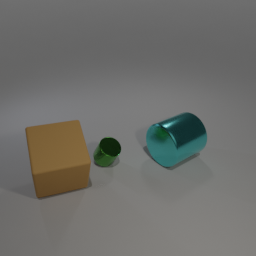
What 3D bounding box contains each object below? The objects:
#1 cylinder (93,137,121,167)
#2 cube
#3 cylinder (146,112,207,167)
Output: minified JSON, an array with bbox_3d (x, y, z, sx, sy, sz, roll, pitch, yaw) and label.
[{"bbox_3d":[-0.648,0.740,8.655,0.700,0.700,0.700,13,53,-18],"label":"cylinder"},{"bbox_3d":[-1.872,0.817,7.498,1.400,1.400,1.400,-9,55,-19],"label":"cube"},{"bbox_3d":[1.531,0.344,8.913,1.400,1.400,1.400,-21,36,-32],"label":"cylinder"}]
